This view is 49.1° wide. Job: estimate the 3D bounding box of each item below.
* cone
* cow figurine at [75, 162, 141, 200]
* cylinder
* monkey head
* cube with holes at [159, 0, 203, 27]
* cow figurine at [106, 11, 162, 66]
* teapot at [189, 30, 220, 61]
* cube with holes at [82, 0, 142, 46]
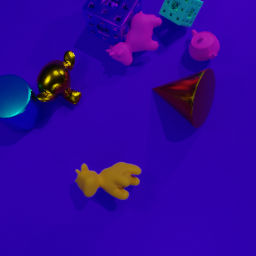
[{"bbox_3d":[1.395,-0.980,7.979,1.644,1.638,1.638,16,77,31],"label":"cone"},{"bbox_3d":[-0.537,1.274,7.183,1.414,1.437,0.789,17,117,22],"label":"cow figurine"},{"bbox_3d":[-3.084,-0.653,7.648,1.231,1.231,1.231,0,75,-1],"label":"cylinder"},{"bbox_3d":[-1.855,-1.225,7.794,1.282,1.074,1.782,28,64,-8],"label":"monkey head"},{"bbox_3d":[1.568,-3.551,8.279,0.774,0.774,0.774,41,123,23],"label":"cube with holes"},{"bbox_3d":[0.142,-2.566,8.047,1.468,1.492,0.819,-6,33,-21],"label":"cow figurine"},{"bbox_3d":[2.229,-2.404,8.175,0.883,0.696,1.421,-29,55,5],"label":"teapot"},{"bbox_3d":[-0.420,-3.353,8.244,1.232,1.232,1.232,28,79,6],"label":"cube with holes"}]
